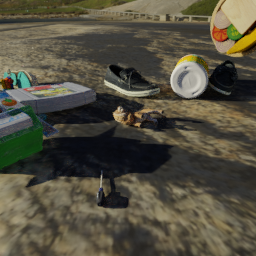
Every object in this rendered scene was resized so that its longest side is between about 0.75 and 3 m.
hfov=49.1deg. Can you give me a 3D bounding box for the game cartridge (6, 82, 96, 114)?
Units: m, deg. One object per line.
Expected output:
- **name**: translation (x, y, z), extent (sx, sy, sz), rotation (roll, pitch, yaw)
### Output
- **game cartridge**: translation (-2.704, -1.077, 9.807), extent (2.914, 0.596, 1.940), rotation (-16, 30, -36)

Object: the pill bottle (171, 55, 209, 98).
- **pill bottle**: translation (2.575, -2.221, 11.427), extent (1.381, 1.381, 2.486), rotation (7, 26, 14)

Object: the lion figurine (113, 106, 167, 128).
- **lion figurine**: translation (0.364, -0.360, 8.651), extent (1.544, 0.559, 0.945), rotation (-3, 14, -40)

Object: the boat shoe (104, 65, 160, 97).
- **boat shoe**: translation (0.077, -1.956, 11.444), extent (1.113, 0.928, 2.982), rotation (-18, 32, -36)

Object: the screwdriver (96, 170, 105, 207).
- **screwdriver**: translation (-0.543, 1.156, 5.691), extent (0.164, 0.171, 1.177), rotation (0, 29, -4)

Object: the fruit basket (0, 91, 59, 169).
- **fruit basket**: translation (-3.416, -0.175, 6.936), extent (2.548, 1.194, 2.360), rotation (38, 40, 23)

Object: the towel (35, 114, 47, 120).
- **towel**: translation (-3.330, -0.072, 8.303), extent (1.262, 0.187, 1.721), rotation (5, 26, 12)

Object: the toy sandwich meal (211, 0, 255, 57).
- **toy sandwich meal**: translation (3.662, -3.562, 9.188), extent (0.864, 2.523, 2.523), rotation (-12, 26, -41)

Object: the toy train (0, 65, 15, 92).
- **toy train**: translation (-4.852, -1.825, 10.925), extent (0.662, 1.144, 0.484), rotation (-25, 35, -34)

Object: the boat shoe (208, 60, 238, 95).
- **boat shoe**: translation (4.092, -2.227, 11.691), extent (1.096, 0.973, 2.933), rotation (33, 31, 12)

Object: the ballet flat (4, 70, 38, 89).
- **ballet flat**: translation (-4.199, -1.963, 11.511), extent (0.872, 0.943, 2.796), rotation (-10, 26, -42)
